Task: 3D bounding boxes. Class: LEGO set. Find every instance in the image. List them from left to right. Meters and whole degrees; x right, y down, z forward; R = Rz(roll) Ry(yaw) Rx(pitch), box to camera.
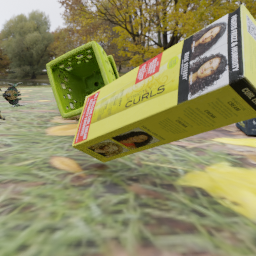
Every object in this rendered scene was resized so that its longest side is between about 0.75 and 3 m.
[{"bbox_3d":[-3.921,-0.908,9.135,1.398,0.908,0.396,-45,18,-28],"label":"LEGO set"}]

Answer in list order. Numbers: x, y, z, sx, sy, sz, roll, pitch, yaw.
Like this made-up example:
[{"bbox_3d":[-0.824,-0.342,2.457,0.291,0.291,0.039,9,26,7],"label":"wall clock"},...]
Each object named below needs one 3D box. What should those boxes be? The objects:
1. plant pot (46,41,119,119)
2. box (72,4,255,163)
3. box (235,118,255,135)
[{"bbox_3d":[-1.402,-1.656,10.455,2.151,2.162,1.961,-19,-4,20],"label":"plant pot"},{"bbox_3d":[0.393,-0.361,3.867,0.727,1.092,2.901,31,-34,-32],"label":"box"},{"bbox_3d":[4.086,-0.208,7.494,2.085,0.532,1.644,-1,8,12],"label":"box"}]
